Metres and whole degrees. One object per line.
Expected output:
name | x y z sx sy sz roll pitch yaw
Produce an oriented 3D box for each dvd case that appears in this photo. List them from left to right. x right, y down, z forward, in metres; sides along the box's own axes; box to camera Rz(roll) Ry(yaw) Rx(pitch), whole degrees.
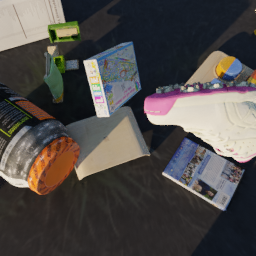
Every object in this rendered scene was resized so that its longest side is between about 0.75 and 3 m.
dvd case | 1.780 1.016 6.530 1.633 0.143 1.165 30 64 16

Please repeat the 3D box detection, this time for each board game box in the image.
board game box | -0.132 -0.578 3.163 0.154 0.604 0.898 0 25 27

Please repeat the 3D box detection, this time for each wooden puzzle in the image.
wooden puzzle | 2.799 -1.007 7.440 2.339 0.541 2.166 34 66 18

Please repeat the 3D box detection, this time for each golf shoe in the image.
golf shoe | 1.127 -0.042 3.091 2.119 0.798 0.970 -3 99 -28

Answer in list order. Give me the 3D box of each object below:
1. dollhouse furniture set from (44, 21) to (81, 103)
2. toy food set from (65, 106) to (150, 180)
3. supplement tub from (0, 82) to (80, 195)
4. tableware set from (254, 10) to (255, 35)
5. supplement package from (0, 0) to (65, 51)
dollhouse furniture set | -1.689 -1.831 7.578 0.875 1.133 2.267 -6 60 -4
toy food set | -0.519 0.347 6.758 1.809 0.547 1.298 -19 74 -9
supplement tub | -2.490 0.173 6.150 2.669 1.635 1.635 32 65 17
tableware set | 5.033 -3.141 8.814 2.072 0.318 1.396 1 63 0
supplement package | -3.504 -3.536 8.225 2.905 1.652 1.591 -21 64 -12
